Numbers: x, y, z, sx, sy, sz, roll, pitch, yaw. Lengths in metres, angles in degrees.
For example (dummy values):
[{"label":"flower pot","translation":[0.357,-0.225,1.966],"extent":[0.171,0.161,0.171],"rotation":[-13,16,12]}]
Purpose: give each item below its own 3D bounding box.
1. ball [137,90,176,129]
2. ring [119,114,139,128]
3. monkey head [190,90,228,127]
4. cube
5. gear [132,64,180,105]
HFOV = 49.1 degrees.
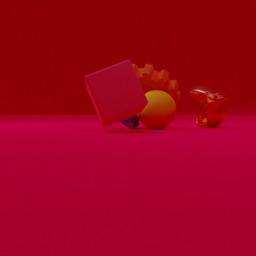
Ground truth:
[{"label":"ball","translation":[0.775,-0.492,7.634],"extent":[1.062,1.062,1.062],"rotation":[0,3,0]},{"label":"ring","translation":[-0.241,-0.485,7.887],"extent":[1.358,0.272,1.358],"rotation":[37,-12,9]},{"label":"monkey head","translation":[2.433,-0.602,8.684],"extent":[1.245,1.043,1.731],"rotation":[23,23,25]},{"label":"cube","translation":[-0.293,-0.767,6.617],"extent":[1.086,1.086,1.086],"rotation":[-22,-5,-8]},{"label":"gear","translation":[0.558,-1.091,8.389],"extent":[1.941,0.359,1.941],"rotation":[14,-29,8]}]
